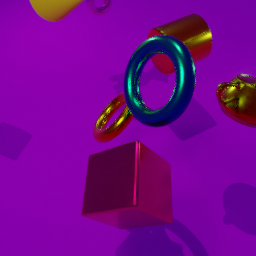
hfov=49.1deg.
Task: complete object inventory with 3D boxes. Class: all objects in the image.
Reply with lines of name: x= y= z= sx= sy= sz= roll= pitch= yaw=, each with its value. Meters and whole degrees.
knot shape: x=-0.608 y=-3.671 z=7.164 sx=0.646 sy=1.309 sz=1.399 roll=17 pitch=89 yaw=-10
cone: x=-1.061 y=-2.523 z=5.195 sx=1.117 sy=1.113 sz=1.113 roll=21 pitch=53 yaw=34
cylinder: x=1.332 y=-2.194 z=7.364 sx=1.248 sy=1.248 sz=1.248 roll=-26 pitch=56 yaw=-16
ring: x=-0.251 y=-0.239 z=5.543 sx=0.248 sy=1.242 sz=1.242 roll=39 pitch=49 yaw=-23
ring: x=0.440 y=-0.725 z=4.408 sx=0.288 sy=1.438 sz=1.438 roll=0 pitch=43 yaw=-41
cube: x=0.019 y=1.004 z=4.708 sx=1.075 sy=1.075 sz=1.075 roll=-19 pitch=52 yaw=31
teapot: x=2.408 y=-0.588 z=5.320 sx=1.877 sy=0.919 sz=1.167 roll=4 pitch=32 yaw=-25
